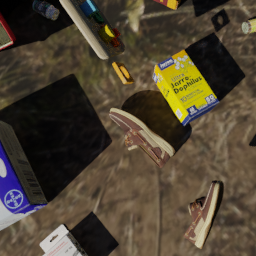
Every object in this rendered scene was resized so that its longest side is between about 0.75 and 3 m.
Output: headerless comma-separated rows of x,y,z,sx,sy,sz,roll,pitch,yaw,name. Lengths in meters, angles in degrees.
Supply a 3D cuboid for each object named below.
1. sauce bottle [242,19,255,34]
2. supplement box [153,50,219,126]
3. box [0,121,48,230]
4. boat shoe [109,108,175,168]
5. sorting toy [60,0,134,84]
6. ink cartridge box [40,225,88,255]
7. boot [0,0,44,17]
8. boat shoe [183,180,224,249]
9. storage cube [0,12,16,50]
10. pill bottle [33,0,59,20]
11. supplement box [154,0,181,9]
4.359,-3.400,9.072,1.245,0.403,0.403,-16,78,-2,sauce bottle
1.648,-1.149,8.267,1.001,1.007,1.840,-30,79,-6,supplement box
-4.161,1.554,7.412,2.916,1.530,2.681,-29,79,-5,box
0.256,0.298,8.090,2.246,0.810,0.808,38,79,1,boat shoe
-0.605,-2.282,6.137,0.397,1.642,2.916,-32,101,22,sorting toy
-1.672,3.485,7.518,0.881,0.507,1.521,-41,81,-8,ink cartridge box
-3.372,-4.194,8.947,1.428,0.719,1.910,24,78,17,boot
1.491,1.703,5.711,0.565,0.566,1.570,23,118,28,boat shoe
-4.311,-2.882,8.137,1.436,1.510,1.680,-29,117,-6,storage cube
-2.678,-3.875,9.161,0.770,0.436,0.436,30,79,6,pill bottle
0.999,-6.055,8.843,2.940,1.979,2.980,27,79,6,supplement box
